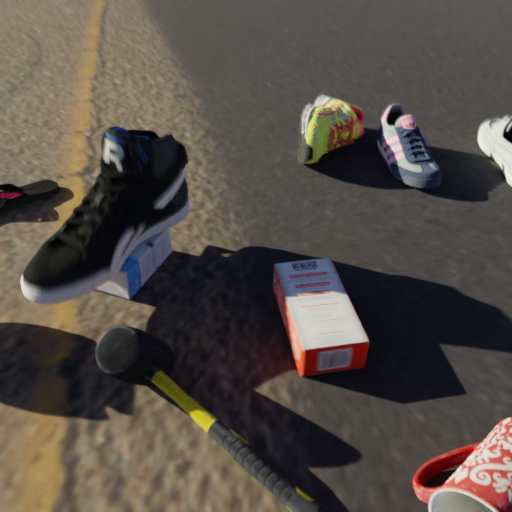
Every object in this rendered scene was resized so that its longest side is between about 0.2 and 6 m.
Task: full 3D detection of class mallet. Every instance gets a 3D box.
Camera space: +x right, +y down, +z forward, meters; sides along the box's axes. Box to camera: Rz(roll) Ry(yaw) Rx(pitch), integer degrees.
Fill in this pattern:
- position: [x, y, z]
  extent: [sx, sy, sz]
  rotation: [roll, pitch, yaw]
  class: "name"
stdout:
- position: [-0.517, 1.884, 6.391]
  extent: [3.093, 1.018, 0.636]
  rotation: [35, 84, 18]
  class: "mallet"

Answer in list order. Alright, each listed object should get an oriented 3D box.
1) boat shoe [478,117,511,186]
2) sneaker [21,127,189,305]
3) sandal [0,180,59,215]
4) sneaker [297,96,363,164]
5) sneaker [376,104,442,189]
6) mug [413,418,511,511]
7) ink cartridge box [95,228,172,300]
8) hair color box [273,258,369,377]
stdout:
- position: [5.383, -2.357, 11.574]
  extent: [0.933, 0.952, 2.673]
  rotation: [0, 37, 1]
  class: "boat shoe"
- position: [-2.185, -0.829, 7.946]
  extent: [1.150, 1.761, 3.147]
  rotation: [19, 40, 24]
  class: "sneaker"
- position: [-4.655, -1.146, 10.412]
  extent: [1.937, 0.437, 0.728]
  rotation: [-28, 45, -31]
  class: "sandal"
- position: [1.659, -2.741, 12.020]
  extent: [1.234, 1.068, 2.732]
  rotation: [14, 39, 14]
  class: "sneaker"
- position: [3.081, -2.268, 11.422]
  extent: [0.851, 0.995, 2.426]
  rotation: [-8, 38, -10]
  class: "sneaker"
- position: [2.359, 2.221, 5.648]
  extent: [1.200, 0.902, 1.352]
  rotation: [32, 44, 32]
  class: "mug"
- position: [-1.997, -0.115, 8.943]
  extent: [0.966, 0.556, 1.668]
  rotation: [14, 39, 17]
  class: "ink cartridge box"
- position: [0.839, 0.791, 7.780]
  extent: [0.893, 0.539, 1.760]
  rotation: [-6, 39, -8]
  class: "hair color box"
